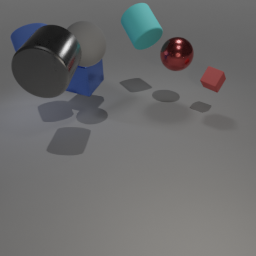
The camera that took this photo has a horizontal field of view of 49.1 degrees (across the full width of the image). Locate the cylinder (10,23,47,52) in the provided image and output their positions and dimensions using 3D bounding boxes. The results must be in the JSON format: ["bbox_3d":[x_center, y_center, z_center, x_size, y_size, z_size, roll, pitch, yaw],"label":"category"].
[{"bbox_3d":[-3.150,-2.673,9.746,1.400,1.400,1.400,-21,1,0],"label":"cylinder"}]

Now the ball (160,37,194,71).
[{"bbox_3d":[2.057,-3.106,11.809,1.400,1.400,1.400,0,31,0],"label":"ball"}]

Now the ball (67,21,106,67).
[{"bbox_3d":[-1.390,-2.667,8.939,1.400,1.400,1.400,0,31,0],"label":"ball"}]

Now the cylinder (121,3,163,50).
[{"bbox_3d":[0.593,-4.403,12.210,1.400,1.400,1.400,-19,74,-29],"label":"cylinder"}]

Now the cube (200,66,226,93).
[{"bbox_3d":[3.498,-1.991,11.502,0.700,0.700,0.700,31,0,30],"label":"cube"}]

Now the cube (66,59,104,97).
[{"bbox_3d":[-1.963,-2.385,11.731,1.400,1.400,1.400,15,46,16],"label":"cube"}]

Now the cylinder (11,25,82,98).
[{"bbox_3d":[-2.017,-1.708,7.150,1.400,1.400,1.400,3,40,5],"label":"cylinder"}]
